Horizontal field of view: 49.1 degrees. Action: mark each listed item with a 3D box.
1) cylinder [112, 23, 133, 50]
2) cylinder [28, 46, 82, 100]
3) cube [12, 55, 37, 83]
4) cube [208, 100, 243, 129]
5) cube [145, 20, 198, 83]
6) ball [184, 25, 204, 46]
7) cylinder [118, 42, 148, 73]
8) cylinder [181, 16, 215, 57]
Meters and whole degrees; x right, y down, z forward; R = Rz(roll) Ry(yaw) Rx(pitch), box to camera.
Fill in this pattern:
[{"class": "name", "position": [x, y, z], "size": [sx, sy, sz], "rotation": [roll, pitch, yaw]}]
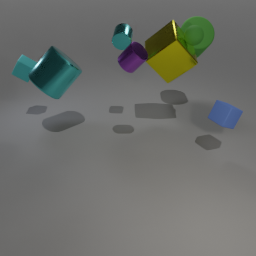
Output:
[{"class": "cylinder", "position": [-0.196, -3.315, 10.171], "size": [0.700, 0.700, 0.700], "rotation": [3, 48, 5]}, {"class": "cylinder", "position": [-2.642, -2.005, 10.223], "size": [1.400, 1.400, 1.400], "rotation": [41, 9, -8]}, {"class": "cube", "position": [-4.194, -2.422, 11.411], "size": [0.700, 0.700, 0.700], "rotation": [28, 28, -20]}, {"class": "cube", "position": [3.321, -0.459, 9.577], "size": [0.700, 0.700, 0.700], "rotation": [9, 22, -38]}, {"class": "cube", "position": [1.607, -2.867, 10.622], "size": [1.400, 1.400, 1.400], "rotation": [-31, 39, 30]}, {"class": "ball", "position": [2.365, -3.319, 10.039], "size": [0.700, 0.700, 0.700], "rotation": [0, 29, 0]}, {"class": "cylinder", "position": [0.151, -2.194, 8.721], "size": [0.700, 0.700, 0.700], "rotation": [24, 48, -30]}, {"class": "cylinder", "position": [2.786, -3.804, 11.989], "size": [1.400, 1.400, 1.400], "rotation": [-2, -4, -4]}]
